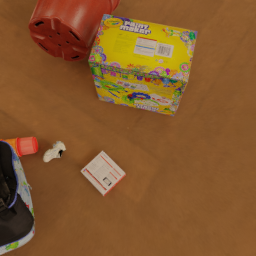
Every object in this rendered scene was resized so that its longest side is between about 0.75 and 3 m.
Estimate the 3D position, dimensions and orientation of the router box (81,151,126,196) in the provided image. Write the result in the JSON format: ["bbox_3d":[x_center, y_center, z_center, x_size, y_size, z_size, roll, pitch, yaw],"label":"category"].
[{"bbox_3d":[-0.658,1.207,7.485,0.812,0.221,0.905,-42,74,-15],"label":"router box"}]

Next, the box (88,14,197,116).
[{"bbox_3d":[0.375,-1.541,7.467,2.313,2.228,1.411,13,72,4],"label":"box"}]

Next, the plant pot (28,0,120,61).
[{"bbox_3d":[-1.584,-3.282,7.926,2.287,2.287,2.224,14,67,6],"label":"plant pot"}]

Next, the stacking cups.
[{"bbox_3d":[-3.607,0.587,7.562,2.226,0.673,0.673,-9,68,-9],"label":"stacking cups"}]

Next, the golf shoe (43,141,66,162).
[{"bbox_3d":[-1.971,0.704,7.502,0.759,0.297,0.369,-47,66,14],"label":"golf shoe"}]

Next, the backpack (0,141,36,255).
[{"bbox_3d":[-3.327,1.638,6.268,2.276,1.827,2.487,-19,39,-12],"label":"backpack"}]
